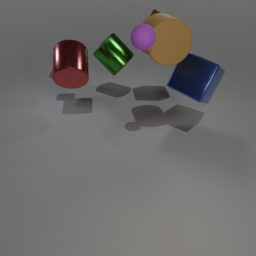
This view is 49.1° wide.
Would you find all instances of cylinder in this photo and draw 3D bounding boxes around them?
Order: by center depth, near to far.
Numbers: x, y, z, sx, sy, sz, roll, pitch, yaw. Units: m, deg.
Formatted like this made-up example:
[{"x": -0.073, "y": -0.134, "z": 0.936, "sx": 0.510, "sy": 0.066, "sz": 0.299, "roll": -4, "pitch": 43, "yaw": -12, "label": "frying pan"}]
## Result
[{"x": 1.157, "y": -2.850, "z": 8.958, "sx": 1.400, "sy": 1.400, "sz": 1.400, "roll": -5, "pitch": 29, "yaw": -8, "label": "cylinder"}, {"x": -2.277, "y": -2.507, "z": 11.125, "sx": 1.400, "sy": 1.400, "sz": 1.400, "roll": -3, "pitch": 66, "yaw": -5, "label": "cylinder"}, {"x": -0.666, "y": -3.416, "z": 13.051, "sx": 1.400, "sy": 1.400, "sz": 1.400, "roll": 44, "pitch": 31, "yaw": -12, "label": "cylinder"}]

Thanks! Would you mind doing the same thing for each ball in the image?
[{"x": 0.424, "y": -2.526, "z": 7.799, "sx": 0.700, "sy": 0.700, "sz": 0.700, "roll": 0, "pitch": 30, "yaw": 0, "label": "ball"}]

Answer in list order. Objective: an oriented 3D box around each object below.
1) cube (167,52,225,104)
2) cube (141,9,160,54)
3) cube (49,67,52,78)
[{"x": 2.520, "y": -1.834, "z": 10.337, "sx": 1.400, "sy": 1.400, "sz": 1.400, "roll": 31, "pitch": 15, "yaw": 22, "label": "cube"}, {"x": 1.387, "y": -3.789, "z": 11.685, "sx": 1.400, "sy": 1.400, "sz": 1.400, "roll": 21, "pitch": 34, "yaw": -23, "label": "cube"}, {"x": -3.096, "y": -2.630, "z": 12.655, "sx": 0.700, "sy": 0.700, "sz": 0.700, "roll": 19, "pitch": 43, "yaw": -21, "label": "cube"}]
